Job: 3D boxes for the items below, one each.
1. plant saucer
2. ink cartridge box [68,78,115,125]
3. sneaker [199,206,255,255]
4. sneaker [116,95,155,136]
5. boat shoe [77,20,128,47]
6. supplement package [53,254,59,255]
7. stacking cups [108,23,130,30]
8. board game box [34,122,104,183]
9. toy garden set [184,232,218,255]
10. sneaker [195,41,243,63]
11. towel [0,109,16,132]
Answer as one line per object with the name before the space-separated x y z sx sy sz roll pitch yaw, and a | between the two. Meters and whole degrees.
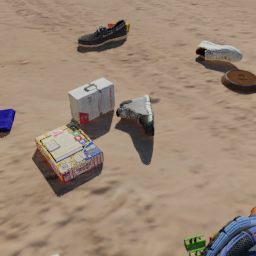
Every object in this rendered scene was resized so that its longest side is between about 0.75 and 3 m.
plant saucer | 3.942 -1.688 9.745 1.349 0.232 1.349 0 40 0
ink cartridge box | -1.032 -0.799 8.170 1.254 0.911 0.523 -29 48 -30
sneaker | 2.156 2.051 4.697 2.771 1.044 1.087 -21 49 -28
sneaker | 0.181 -0.302 7.883 1.046 0.680 1.811 -5 30 2
boat shoe | -1.113 -4.163 12.203 2.435 0.764 0.885 -22 45 -23
supplement package | -1.005 3.268 2.816 1.635 1.698 2.985 -17 44 -17
stacking cups | -0.444 -4.897 13.447 1.067 0.323 0.323 11 42 17
board game box | -1.492 0.540 7.041 1.142 0.349 1.508 -26 47 -27
toy garden set | 1.535 2.329 5.092 0.741 0.177 0.889 -9 41 -11
sneaker | 3.442 -2.794 10.810 1.819 0.662 0.770 28 60 37
towel | -3.638 -0.228 8.035 0.672 0.226 0.910 -4 41 -5
